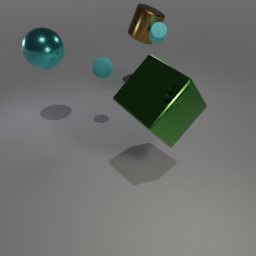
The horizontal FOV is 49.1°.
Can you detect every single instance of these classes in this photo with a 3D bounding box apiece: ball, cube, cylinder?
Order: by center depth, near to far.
[{"bbox_3d":[0.792,-0.628,6.798,1.400,1.400,1.400,-50,54,3],"label":"cube"},{"bbox_3d":[-0.871,-2.053,9.639,0.700,0.700,0.700,0,30,0],"label":"ball"},{"bbox_3d":[-2.908,-2.733,9.670,1.400,1.400,1.400,0,30,0],"label":"ball"},{"bbox_3d":[1.299,-4.158,12.282,0.700,0.700,0.700,-2,-3,-4],"label":"cylinder"},{"bbox_3d":[0.857,-4.963,13.383,1.400,1.400,1.400,18,34,-13],"label":"cylinder"}]
